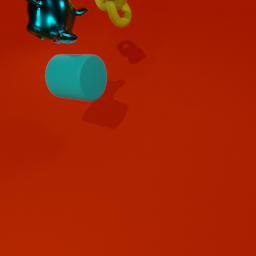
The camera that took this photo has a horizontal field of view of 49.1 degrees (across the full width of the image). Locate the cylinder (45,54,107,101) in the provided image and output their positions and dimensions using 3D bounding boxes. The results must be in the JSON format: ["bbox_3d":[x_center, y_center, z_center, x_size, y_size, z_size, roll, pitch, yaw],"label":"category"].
[{"bbox_3d":[-1.238,-1.230,6.794,1.070,1.070,1.070,10,45,31],"label":"cylinder"}]

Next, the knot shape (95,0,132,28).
[{"bbox_3d":[-0.542,-4.039,8.565,0.822,1.665,1.779,-36,87,3],"label":"knot shape"}]

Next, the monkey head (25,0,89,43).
[{"bbox_3d":[-1.560,-2.434,6.144,1.786,1.076,1.285,-6,26,-45],"label":"monkey head"}]
